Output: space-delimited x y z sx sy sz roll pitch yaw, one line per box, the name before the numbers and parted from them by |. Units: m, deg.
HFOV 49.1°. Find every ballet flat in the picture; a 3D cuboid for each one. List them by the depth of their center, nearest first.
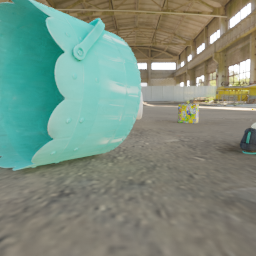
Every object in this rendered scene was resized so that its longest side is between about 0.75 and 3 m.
ballet flat | 2.939 0.144 6.000 0.664 0.664 1.817 5 8 43

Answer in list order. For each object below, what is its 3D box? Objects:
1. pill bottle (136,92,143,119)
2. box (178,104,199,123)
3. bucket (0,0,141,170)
pill bottle | -0.914 -0.958 11.825 2.942 1.634 1.634 0 6 -5
box | 2.777 -0.673 12.864 0.838 0.870 0.531 3 6 26
bucket | -1.235 -0.676 4.835 2.786 2.786 1.813 5 5 42
